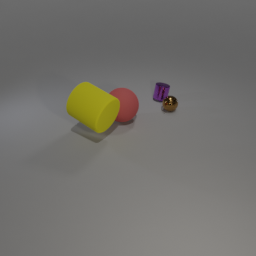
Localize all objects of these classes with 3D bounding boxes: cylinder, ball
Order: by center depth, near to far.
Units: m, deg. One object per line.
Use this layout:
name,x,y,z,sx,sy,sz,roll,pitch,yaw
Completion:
cylinder,-1.247,-0.744,10.106,1.400,1.400,1.400,31,42,19
ball,-0.253,-0.944,11.455,1.400,1.400,1.400,0,32,0
ball,1.865,-1.080,12.379,0.700,0.700,0.700,0,32,0
cylinder,1.596,-1.736,13.346,0.700,0.700,0.700,9,25,-4
